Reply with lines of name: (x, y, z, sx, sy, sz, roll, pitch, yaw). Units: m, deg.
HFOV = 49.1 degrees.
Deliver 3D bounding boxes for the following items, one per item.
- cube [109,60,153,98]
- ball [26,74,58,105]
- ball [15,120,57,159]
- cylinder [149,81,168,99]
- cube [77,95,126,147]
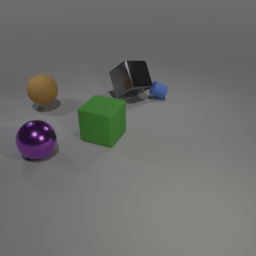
cube: (0.147, -2.425, 13.946, 1.400, 1.400, 1.400, -11, -8, -41)
ball: (-3.957, -1.775, 12.961, 1.400, 1.400, 1.400, 0, 31, 0)
ball: (-3.236, 0.409, 9.918, 1.400, 1.400, 1.400, 0, 31, 0)
cylinder: (1.559, -1.950, 14.292, 0.700, 0.700, 0.700, 22, 25, -20)
cube: (-0.980, -0.303, 11.041, 1.400, 1.400, 1.400, 13, 35, 19)
